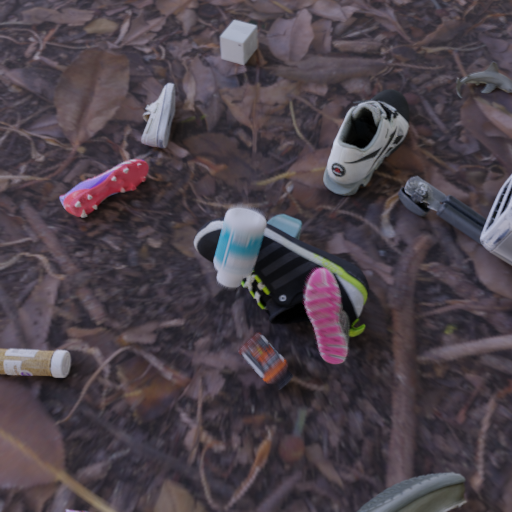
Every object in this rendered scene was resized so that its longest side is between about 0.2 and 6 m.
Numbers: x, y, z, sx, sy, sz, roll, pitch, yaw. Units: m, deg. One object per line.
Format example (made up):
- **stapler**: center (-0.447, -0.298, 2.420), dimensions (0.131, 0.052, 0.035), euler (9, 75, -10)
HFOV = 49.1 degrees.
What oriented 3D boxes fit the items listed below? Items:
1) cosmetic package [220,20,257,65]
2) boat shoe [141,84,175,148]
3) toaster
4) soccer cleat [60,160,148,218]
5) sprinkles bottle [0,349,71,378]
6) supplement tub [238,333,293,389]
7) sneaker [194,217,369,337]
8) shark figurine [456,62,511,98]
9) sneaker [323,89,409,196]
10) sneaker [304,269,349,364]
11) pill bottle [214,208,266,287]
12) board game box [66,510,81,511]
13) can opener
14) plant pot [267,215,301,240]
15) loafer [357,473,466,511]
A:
- **cosmetic package**: center (-0.463, -5.791, 15.192), dimensions (0.714, 0.719, 0.859), euler (21, 58, 14)
- **boat shoe**: center (-2.397, -3.446, 13.617), dimensions (0.686, 0.697, 1.965), euler (5, 62, 0)
- **toaster**: center (5.707, -0.674, 10.900), dimensions (1.915, 1.685, 2.965), euler (30, 60, 9)
- **soccer cleat**: center (-3.331, -1.594, 12.337), dimensions (2.061, 0.687, 0.788), euler (-39, 52, -24)
- **sprinkles bottle**: center (-4.057, 1.901, 9.981), dimensions (1.390, 0.474, 0.474), euler (2, 55, 2)
- **supplement tub**: center (0.191, 1.853, 9.787), dimensions (0.983, 0.526, 0.526), euler (46, 65, 7)
- **sneaker**: center (0.362, 0.448, 10.421), dimensions (3.626, 1.300, 1.501), euler (19, 57, 11)
- **shark figurine**: center (5.867, -4.656, 14.445), dimensions (1.672, 0.698, 0.999), euler (0, 54, -2)
- **sneaker**: center (2.717, -3.005, 12.792), dimensions (1.283, 1.532, 3.462), euler (23, 57, 17)
- **sneaker**: center (1.225, 0.974, 9.501), dimensions (0.596, 0.706, 1.615), euler (-11, 98, 16)
- **pill bottle**: center (-0.321, -0.118, 9.781), dimensions (0.726, 1.311, 0.726), euler (14, 27, -7)
- **board game box**: center (-1.949, 4.829, 7.967), dimensions (2.056, 0.423, 2.051), euler (4, 55, 3)
- **can opener**: center (4.032, -0.918, 11.972), dimensions (2.101, 0.703, 0.560), euler (37, 59, 7)
- **plant pot**: center (0.570, -0.438, 11.509), dimensions (0.711, 0.713, 0.726), euler (23, 48, 15)
- **loafer**: center (1.873, 4.173, 8.151), dimensions (3.022, 1.136, 1.052), euler (-25, 72, -13)
